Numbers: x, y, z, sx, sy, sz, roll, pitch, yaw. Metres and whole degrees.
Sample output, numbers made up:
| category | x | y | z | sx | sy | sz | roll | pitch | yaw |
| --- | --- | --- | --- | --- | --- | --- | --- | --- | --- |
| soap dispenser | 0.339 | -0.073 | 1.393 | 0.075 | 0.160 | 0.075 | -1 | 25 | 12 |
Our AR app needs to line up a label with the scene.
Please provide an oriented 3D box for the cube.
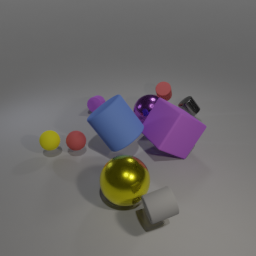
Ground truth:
| category | x | y | z | sx | sy | sz | roll | pitch | yaw |
| --- | --- | --- | --- | --- | --- | --- | --- | --- | --- |
| cube | 1.542 | 0.014 | 9.794 | 1.400 | 1.400 | 1.400 | 22 | 15 | -36 |

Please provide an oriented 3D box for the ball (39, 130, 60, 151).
| category | x | y | z | sx | sy | sz | roll | pitch | yaw |
| --- | --- | --- | --- | --- | --- | --- | --- | --- | --- |
| ball | -2.696 | 0.429 | 9.657 | 0.700 | 0.700 | 0.700 | 0 | 30 | 0 |

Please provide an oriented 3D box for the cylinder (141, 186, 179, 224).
| category | x | y | z | sx | sy | sz | roll | pitch | yaw |
| --- | --- | --- | --- | --- | --- | --- | --- | --- | --- |
| cylinder | 0.761 | 1.833 | 6.679 | 0.700 | 0.700 | 0.700 | -19 | 33 | -7 |

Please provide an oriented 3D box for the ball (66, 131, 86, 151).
| category | x | y | z | sx | sy | sz | roll | pitch | yaw |
| --- | --- | --- | --- | --- | --- | --- | --- | --- | --- |
| ball | -1.811 | 0.441 | 9.776 | 0.700 | 0.700 | 0.700 | 0 | 30 | 0 |

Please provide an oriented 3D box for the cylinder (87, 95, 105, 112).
| category | x | y | z | sx | sy | sz | roll | pitch | yaw |
| --- | --- | --- | --- | --- | --- | --- | --- | --- | --- |
| cylinder | -1.442 | -1.109 | 12.822 | 0.700 | 0.700 | 0.700 | 5 | 14 | 8 |

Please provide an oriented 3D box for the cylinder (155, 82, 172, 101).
| category | x | y | z | sx | sy | sz | roll | pitch | yaw |
| --- | --- | --- | --- | --- | --- | --- | --- | --- | --- |
| cylinder | 1.643 | -1.659 | 12.829 | 0.700 | 0.700 | 0.700 | -4 | 71 | 12 |

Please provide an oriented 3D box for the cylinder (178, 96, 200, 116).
| category | x | y | z | sx | sy | sz | roll | pitch | yaw |
| --- | --- | --- | --- | --- | --- | --- | --- | --- | --- |
| cylinder | 2.648 | -0.906 | 12.134 | 0.700 | 0.700 | 0.700 | -37 | 15 | 11 |

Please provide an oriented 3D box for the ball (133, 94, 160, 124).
| category | x | y | z | sx | sy | sz | roll | pitch | yaw |
| --- | --- | --- | --- | --- | --- | --- | --- | --- | --- |
| ball | 0.915 | -0.684 | 11.540 | 1.400 | 1.400 | 1.400 | 0 | 30 | 0 |

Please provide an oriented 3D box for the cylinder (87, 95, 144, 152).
| category | x | y | z | sx | sy | sz | roll | pitch | yaw |
| --- | --- | --- | --- | --- | --- | --- | --- | --- | --- |
| cylinder | -0.416 | -0.165 | 9.404 | 1.400 | 1.400 | 1.400 | -35 | 14 | 10 |

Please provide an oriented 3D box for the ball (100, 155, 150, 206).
| category | x | y | z | sx | sy | sz | roll | pitch | yaw |
| --- | --- | --- | --- | --- | --- | --- | --- | --- | --- |
| ball | -0.083 | 1.442 | 7.746 | 1.400 | 1.400 | 1.400 | 0 | 30 | 0 |
